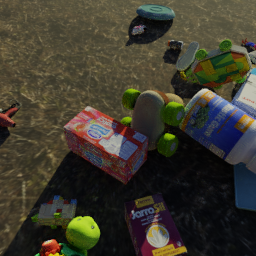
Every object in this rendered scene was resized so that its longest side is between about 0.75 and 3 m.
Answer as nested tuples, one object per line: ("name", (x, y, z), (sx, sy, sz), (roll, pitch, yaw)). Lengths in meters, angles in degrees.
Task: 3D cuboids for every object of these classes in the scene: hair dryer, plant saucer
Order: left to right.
("hair dryer", (-4.882, -0.592, 11.260), (1.275, 0.455, 1.674), (-19, 51, -18))
("plant saucer", (1.722, -7.197, 17.259), (2.452, 0.336, 2.452), (3, 39, -3))
("plant saucer", (4.048, 1.488, 9.421), (1.017, 0.276, 2.908), (7, 48, 10))

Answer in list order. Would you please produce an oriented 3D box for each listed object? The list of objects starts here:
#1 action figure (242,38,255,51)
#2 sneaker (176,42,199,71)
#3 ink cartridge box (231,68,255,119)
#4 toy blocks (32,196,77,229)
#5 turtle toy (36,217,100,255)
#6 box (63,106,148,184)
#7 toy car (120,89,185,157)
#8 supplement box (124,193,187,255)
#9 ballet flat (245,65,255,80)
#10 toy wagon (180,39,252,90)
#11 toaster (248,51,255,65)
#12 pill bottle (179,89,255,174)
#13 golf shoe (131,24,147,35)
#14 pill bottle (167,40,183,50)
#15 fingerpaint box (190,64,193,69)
("action figure", (6.698, -4.530, 14.869), (0.412, 0.624, 1.262), (-25, 54, -21))
("sneaker", (2.987, -3.370, 13.781), (0.679, 0.687, 1.730), (30, 78, 27))
("ink cartridge box", (5.168, -0.883, 10.673), (2.082, 1.221, 2.843), (30, 48, 18))
("toy blocks", (-2.092, 2.434, 8.396), (1.308, 0.654, 0.894), (0, 36, -1))
("turtle toy", (-1.589, 3.409, 6.917), (1.866, 1.294, 2.560), (21, 50, 19))
("box", (-0.755, 0.534, 9.627), (2.664, 1.272, 1.328), (27, 53, 23))
("toy car", (1.407, -0.421, 10.478), (2.236, 2.148, 2.722), (24, 26, 36))
("supplement box", (0.687, 2.871, 7.686), (1.163, 0.917, 1.777), (-14, 48, -12))
("ballet flat", (6.080, -2.470, 12.736), (2.214, 0.760, 0.698), (-1, 20, 0))
("toy wagon", (3.593, -2.431, 11.777), (2.859, 2.218, 0.566), (-16, 51, 30))
("toaster", (6.288, -3.114, 13.398), (0.924, 0.813, 1.430), (-16, 51, -10))
("pill bottle", (3.342, 0.136, 9.322), (2.998, 1.680, 1.680), (37, 57, 22))
("golf shoe", (0.640, -5.595, 15.987), (0.503, 0.396, 1.092), (34, 55, 27))
("pill bottle", (2.503, -4.439, 14.891), (0.777, 0.413, 0.413), (14, 48, 12))
("fingerpaint box", (3.637, -2.892, 13.375), (0.990, 0.435, 1.187), (30, 54, 19))
